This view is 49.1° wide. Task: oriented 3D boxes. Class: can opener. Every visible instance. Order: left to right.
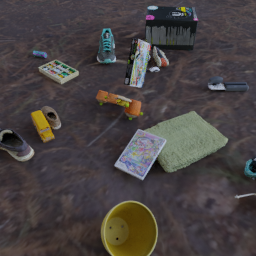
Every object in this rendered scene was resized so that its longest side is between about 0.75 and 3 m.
[{"bbox_3d":[4.785,-2.105,13.343,1.923,0.643,0.513,-1,42,-1],"label":"can opener"}]

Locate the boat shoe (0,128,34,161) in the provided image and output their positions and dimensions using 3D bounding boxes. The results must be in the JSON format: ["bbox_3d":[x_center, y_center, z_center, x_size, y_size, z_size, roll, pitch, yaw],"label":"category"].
[{"bbox_3d":[-4.539,0.399,10.476,2.452,0.795,0.882,26,48,26],"label":"boat shoe"}]

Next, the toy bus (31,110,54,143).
[{"bbox_3d":[-3.411,-0.064,11.161,0.466,0.560,1.431,-22,47,-22],"label":"toy bus"}]

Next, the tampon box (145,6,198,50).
[{"bbox_3d":[2.504,-5.994,16.733,2.908,1.836,2.179,3,42,4],"label":"tampon box"}]

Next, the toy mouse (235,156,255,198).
[{"bbox_3d":[4.903,1.666,9.261,2.876,0.556,2.556,9,44,10],"label":"toy mouse"}]

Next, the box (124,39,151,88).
[{"bbox_3d":[0.300,-1.946,8.531,0.236,1.359,0.748,18,12,34],"label":"box"}]

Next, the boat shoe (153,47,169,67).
[{"bbox_3d":[1.772,-3.930,15.395,0.527,0.600,1.685,-6,45,-9],"label":"boat shoe"}]

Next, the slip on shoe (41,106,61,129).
[{"bbox_3d":[-3.261,-0.545,11.768,0.572,0.456,1.504,-20,46,-20],"label":"slip on shoe"}]

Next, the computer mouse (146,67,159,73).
[{"bbox_3d":[1.287,-3.104,14.794,0.787,0.173,0.432,-10,42,-11],"label":"computer mouse"}]

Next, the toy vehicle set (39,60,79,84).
[{"bbox_3d":[-3.610,-2.949,14.570,1.851,0.245,1.150,30,50,29],"label":"toy vehicle set"}]

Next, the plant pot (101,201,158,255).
[{"bbox_3d":[-0.117,2.765,7.511,1.503,1.067,1.503,8,69,-23],"label":"plant pot"}]

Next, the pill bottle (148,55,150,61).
[{"bbox_3d":[0.793,-4.137,15.605,0.607,0.607,1.107,-9,43,-10],"label":"pill bottle"}]

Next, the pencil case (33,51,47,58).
[{"bbox_3d":[-4.985,-4.160,15.842,0.765,0.325,0.353,11,27,13],"label":"pencil case"}]

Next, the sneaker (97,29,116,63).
[{"bbox_3d":[-1.238,-4.634,15.663,1.076,1.265,2.774,-4,43,-4],"label":"sneaker"}]

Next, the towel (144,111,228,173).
[{"bbox_3d":[2.088,0.448,10.626,2.961,0.540,2.197,-22,47,-23],"label":"towel"}]

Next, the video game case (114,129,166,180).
[{"bbox_3d":[0.442,0.897,9.922,1.202,0.151,1.679,21,66,31],"label":"video game case"}]

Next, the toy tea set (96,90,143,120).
[{"bbox_3d":[-0.453,-0.965,12.043,1.366,0.850,2.298,9,9,-41],"label":"toy tea set"}]
